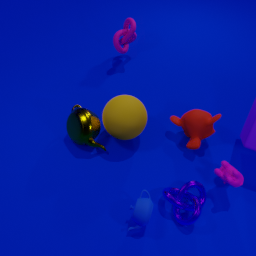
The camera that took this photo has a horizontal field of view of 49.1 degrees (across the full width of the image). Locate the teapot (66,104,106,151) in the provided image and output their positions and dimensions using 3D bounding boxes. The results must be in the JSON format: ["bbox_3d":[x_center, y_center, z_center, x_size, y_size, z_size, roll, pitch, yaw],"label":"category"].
[{"bbox_3d":[-1.237,-0.013,8.352,0.878,1.114,1.792,-3,54,-45],"label":"teapot"}]

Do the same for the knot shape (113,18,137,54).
[{"bbox_3d":[-0.086,-3.438,10.681,0.605,1.225,1.309,28,94,3],"label":"knot shape"}]

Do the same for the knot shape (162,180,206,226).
[{"bbox_3d":[1.452,1.891,6.994,1.151,0.532,1.077,-1,50,0],"label":"knot shape"}]

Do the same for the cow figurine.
[{"bbox_3d":[2.645,1.241,7.224,0.522,0.936,0.951,-50,32,3],"label":"cow figurine"}]

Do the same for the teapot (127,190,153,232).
[{"bbox_3d":[0.289,2.029,6.755,0.530,0.673,1.083,17,78,4],"label":"teapot"}]

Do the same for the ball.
[{"bbox_3d":[-0.094,-0.309,8.216,1.318,1.318,1.318,0,50,0],"label":"ball"}]

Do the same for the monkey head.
[{"bbox_3d":[1.973,0.004,8.218,1.547,0.932,1.113,-1,38,35],"label":"monkey head"}]

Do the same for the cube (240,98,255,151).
[{"bbox_3d":[3.928,-0.007,7.497,1.307,1.307,1.307,21,16,13],"label":"cube"}]
